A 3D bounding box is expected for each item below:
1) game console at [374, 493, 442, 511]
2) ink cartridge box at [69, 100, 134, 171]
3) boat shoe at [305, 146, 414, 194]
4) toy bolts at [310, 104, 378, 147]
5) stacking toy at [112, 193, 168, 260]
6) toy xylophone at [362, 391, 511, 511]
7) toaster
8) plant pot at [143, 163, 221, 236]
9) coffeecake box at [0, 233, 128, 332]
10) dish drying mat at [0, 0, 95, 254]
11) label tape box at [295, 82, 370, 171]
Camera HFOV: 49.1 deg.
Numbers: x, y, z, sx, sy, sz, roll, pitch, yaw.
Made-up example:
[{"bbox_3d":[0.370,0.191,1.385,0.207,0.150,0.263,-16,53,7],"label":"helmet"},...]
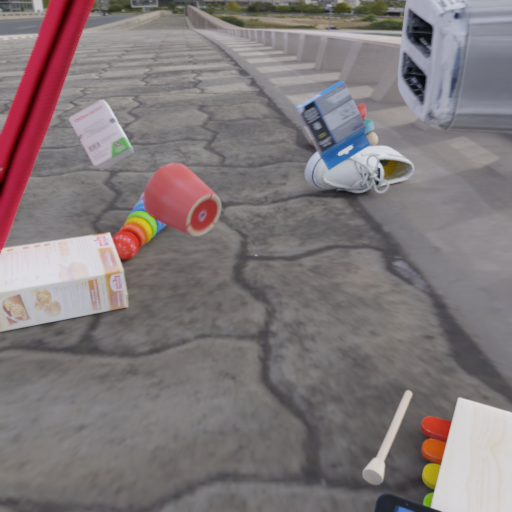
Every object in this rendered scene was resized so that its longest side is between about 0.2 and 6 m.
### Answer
[{"bbox_3d":[1.321,2.507,4.182,1.114,0.659,0.950,11,28,22],"label":"game console"},{"bbox_3d":[-2.600,-2.031,9.453,0.688,0.943,0.396,-29,-3,0],"label":"ink cartridge box"},{"bbox_3d":[2.439,-1.824,12.344,2.796,1.033,1.192,-7,30,-35],"label":"boat shoe"},{"bbox_3d":[2.503,-3.210,15.296,1.662,1.153,1.588,-32,0,-31],"label":"toy bolts"},{"bbox_3d":[-2.055,-0.528,10.063,0.760,0.760,1.781,6,33,12],"label":"stacking toy"},{"bbox_3d":[1.934,2.019,5.252,1.549,0.531,2.116,17,32,30],"label":"toy xylophone"},{"bbox_3d":[2.455,-2.067,5.770,1.642,1.444,2.542,-1,33,2],"label":"toaster"},{"bbox_3d":[-0.886,-0.655,7.010,0.719,0.813,0.813,34,42,31],"label":"plant pot"},{"bbox_3d":[-2.959,0.336,8.355,1.815,0.663,1.393,-10,29,-19],"label":"coffeecake box"},{"bbox_3d":[-3.080,-2.233,7.736,0.406,4.466,1.715,15,26,-33],"label":"dish drying mat"},{"bbox_3d":[0.969,-1.569,6.843,0.639,0.892,0.295,-30,16,4],"label":"label tape box"}]
